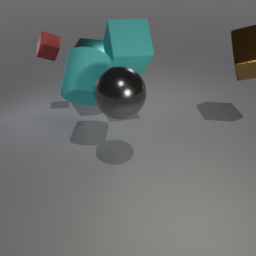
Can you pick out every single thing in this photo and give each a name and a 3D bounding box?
[{"bbox_3d":[-0.038,-2.826,9.898,1.400,1.400,1.400,-6,76,-13],"label":"cube"},{"bbox_3d":[-1.415,-2.553,11.237,1.400,1.400,1.400,-11,70,-43],"label":"cube"},{"bbox_3d":[-1.281,-1.554,8.695,1.400,1.400,1.400,6,-14,2],"label":"cylinder"},{"bbox_3d":[-2.998,-3.068,10.543,0.700,0.700,0.700,10,53,-26],"label":"cube"},{"bbox_3d":[4.530,-2.697,10.039,1.400,1.400,1.400,-7,-17,23],"label":"cube"},{"bbox_3d":[-0.210,-0.930,7.421,1.400,1.400,1.400,0,30,0],"label":"ball"}]
